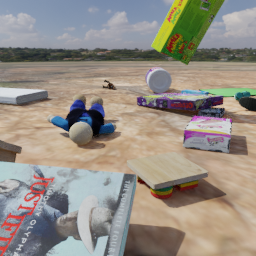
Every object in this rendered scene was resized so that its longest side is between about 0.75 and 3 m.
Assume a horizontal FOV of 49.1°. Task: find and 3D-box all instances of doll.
[{"bbox_3d":[-1.090,-0.207,6.729,1.650,0.586,2.419,6,21,-8],"label":"doll"}]

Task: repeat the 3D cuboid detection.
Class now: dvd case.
[{"bbox_3d":[-1.060,0.906,2.626,2.114,0.233,1.543,5,34,9],"label":"dvd case"}]

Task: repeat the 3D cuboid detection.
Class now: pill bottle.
[{"bbox_3d":[1.388,-2.327,13.289,1.091,1.091,1.958,0,16,-2],"label":"pill bottle"}]

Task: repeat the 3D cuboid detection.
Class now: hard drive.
[{"bbox_3d":[-4.755,-1.293,11.015,2.621,0.344,1.728,7,17,23],"label":"hard drive"}]

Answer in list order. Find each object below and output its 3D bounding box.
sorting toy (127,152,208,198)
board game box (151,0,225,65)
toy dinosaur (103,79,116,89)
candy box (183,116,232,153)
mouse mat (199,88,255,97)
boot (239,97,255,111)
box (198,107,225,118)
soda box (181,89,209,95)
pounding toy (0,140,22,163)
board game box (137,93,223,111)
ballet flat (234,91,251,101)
[{"bbox_3d":[0.544,0.689,4.094,0.866,0.303,0.871,-7,17,-23],"label":"sorting toy"},{"bbox_3d":[1.717,-3.030,7.740,1.161,2.286,0.544,13,25,-36],"label":"board game box"},{"bbox_3d":[-0.929,-2.093,13.963,0.629,0.473,0.927,14,-7,-20],"label":"toy dinosaur"},{"bbox_3d":[1.746,0.089,6.027,0.904,0.404,1.326,6,17,19],"label":"candy box"},{"bbox_3d":[4.851,-1.640,12.758,2.661,0.100,2.142,-5,16,-12],"label":"mouse mat"},{"bbox_3d":[4.285,-0.809,9.213,1.175,0.424,0.887,13,18,22],"label":"boot"},{"bbox_3d":[2.490,-0.451,8.312,0.626,0.198,0.794,7,17,28],"label":"box"},{"bbox_3d":[2.616,-1.284,10.986,1.029,0.349,0.330,14,21,40],"label":"soda box"},{"bbox_3d":[-2.597,0.668,3.829,2.005,1.150,1.146,7,-13,-9],"label":"pounding toy"},{"bbox_3d":[1.657,-0.913,9.327,1.503,0.405,2.505,-17,18,-36],"label":"board game box"},{"bbox_3d":[4.383,-1.226,10.956,1.048,0.353,0.369,-13,-4,-38],"label":"ballet flat"}]
